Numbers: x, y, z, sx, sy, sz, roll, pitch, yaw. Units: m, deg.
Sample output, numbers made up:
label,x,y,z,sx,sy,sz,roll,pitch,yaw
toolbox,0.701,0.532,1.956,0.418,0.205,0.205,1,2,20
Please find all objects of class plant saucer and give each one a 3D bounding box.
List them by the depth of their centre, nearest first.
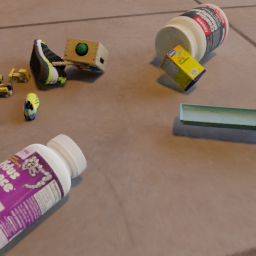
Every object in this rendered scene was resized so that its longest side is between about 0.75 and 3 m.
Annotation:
label,x,y,z,sx,sy,sz,roll,pitch,yaw
plant saucer,2.988,-0.297,8.310,2.888,0.274,1.010,4,34,8

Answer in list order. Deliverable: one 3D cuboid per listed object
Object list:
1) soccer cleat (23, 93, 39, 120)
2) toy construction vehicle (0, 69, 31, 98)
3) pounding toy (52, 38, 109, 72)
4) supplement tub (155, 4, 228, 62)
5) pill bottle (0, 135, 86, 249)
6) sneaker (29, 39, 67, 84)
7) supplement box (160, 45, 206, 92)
label,x,y,z,sx,sy,sz,roll,pitch,yaw
soccer cleat,-3.228,-0.825,9.319,0.428,0.554,1.325,-7,43,-7
toy construction vehicle,-4.642,-1.768,10.320,1.656,0.583,1.441,2,43,2
pounding toy,-1.747,-2.642,10.605,1.512,1.168,1.642,12,0,12
supplement tub,2.609,-3.721,11.417,1.966,1.966,2.802,30,51,29
pill bottle,-2.278,1.286,6.353,1.487,1.487,2.649,30,51,29
sneaker,-3.117,-2.505,11.079,1.215,1.052,2.934,6,37,-31
supplement box,1.976,-2.156,10.152,1.381,0.751,0.756,46,64,6
